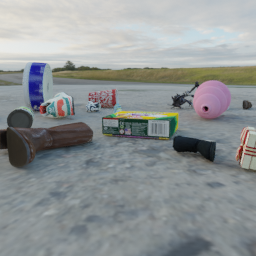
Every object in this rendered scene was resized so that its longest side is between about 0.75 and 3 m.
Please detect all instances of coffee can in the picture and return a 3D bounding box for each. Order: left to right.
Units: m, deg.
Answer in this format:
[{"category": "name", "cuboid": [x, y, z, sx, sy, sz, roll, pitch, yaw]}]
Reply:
[{"category": "coffee can", "cuboid": [-3.425, -0.289, 8.999, 0.742, 0.742, 1.014, -3, 11, -15]}]

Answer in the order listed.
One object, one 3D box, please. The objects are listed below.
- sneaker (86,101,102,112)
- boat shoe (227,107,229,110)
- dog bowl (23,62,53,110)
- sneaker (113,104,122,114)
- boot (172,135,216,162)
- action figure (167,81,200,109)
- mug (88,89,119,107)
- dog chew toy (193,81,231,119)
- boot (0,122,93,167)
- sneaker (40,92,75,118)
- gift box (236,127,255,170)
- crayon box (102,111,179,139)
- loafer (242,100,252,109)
[{"category": "sneaker", "cuboid": [-1.629, -1.049, 13.717, 0.718, 0.440, 1.103, 1, 12, 2]}, {"category": "boat shoe", "cuboid": [5.035, -1.362, 14.976, 0.652, 0.592, 1.773, 0, 11, -1]}, {"category": "dog bowl", "cuboid": [-4.412, -2.056, 13.884, 0.930, 2.362, 2.362, 2, 11, -5]}, {"category": "sneaker", "cuboid": [-0.353, -0.725, 11.736, 0.348, 0.572, 0.876, -6, 13, -35]}, {"category": "boot", "cuboid": [1.425, 0.428, 6.098, 0.919, 0.418, 1.094, 7, 5, 15]}, {"category": "action figure", "cuboid": [3.112, -1.540, 14.903, 1.971, 1.006, 1.171, -36, 41, 8]}, {"category": "mug", "cuboid": [-1.301, -1.455, 15.293, 1.509, 1.339, 1.007, -3, 47, 5]}, {"category": "dog chew toy", "cuboid": [3.385, -1.087, 11.522, 1.532, 1.532, 2.461, 5, 19, 23]}, {"category": "boot", "cuboid": [-1.619, 0.260, 6.504, 2.319, 0.745, 2.161, -2, 12, -36]}, {"category": "sneaker", "cuboid": [-3.163, -0.967, 11.910, 1.254, 0.944, 2.681, -9, 14, -25]}, {"category": "gift box", "cuboid": [2.529, 0.426, 5.405, 0.780, 0.771, 0.836, 12, 10, 16]}, {"category": "crayon box", "cuboid": [0.449, -0.154, 8.690, 2.021, 0.589, 1.744, 3, 11, 17]}, {"category": "loafer", "cuboid": [6.308, -1.259, 14.742, 0.463, 0.477, 1.305, 3, 12, 19]}]
